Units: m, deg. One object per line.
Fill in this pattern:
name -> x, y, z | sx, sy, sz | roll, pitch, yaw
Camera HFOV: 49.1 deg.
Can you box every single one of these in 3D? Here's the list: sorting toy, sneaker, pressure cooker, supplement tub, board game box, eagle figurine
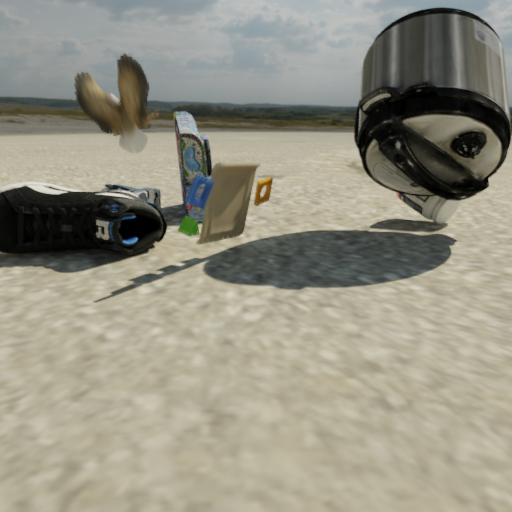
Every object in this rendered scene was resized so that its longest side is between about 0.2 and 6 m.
sorting toy -> -0.521, -0.934, 9.465 | 0.343, 1.419, 2.521 | 24, 19, 25
sneaker -> -3.143, -0.603, 9.632 | 3.326, 1.215, 1.861 | -9, 17, -34
pressure cooker -> 3.413, -2.732, 10.995 | 2.901, 3.299, 2.947 | 3, -27, 9
supplement tub -> 3.796, -1.339, 12.410 | 0.857, 0.857, 1.221 | -12, 44, -38
board game box -> -1.376, -1.888, 13.097 | 0.750, 2.432, 2.431 | -8, 31, -10
eagle figurine -> -1.572, -1.717, 6.410 | 0.714, 0.717, 0.946 | 17, -23, 12
sneaker -> -2.883, -1.126, 12.272 | 1.371, 0.841, 2.107 | -2, 15, -1
